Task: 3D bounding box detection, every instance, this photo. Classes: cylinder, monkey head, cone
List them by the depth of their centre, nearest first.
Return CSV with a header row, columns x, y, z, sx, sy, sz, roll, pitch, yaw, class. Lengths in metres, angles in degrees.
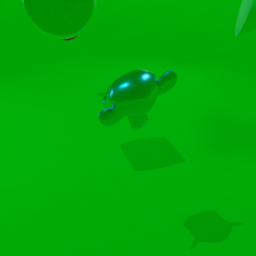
x,y,z,sx,sy,sz,roll,pitch,yaw,class
0.115,-0.343,3.886,1.227,0.883,0.740,-32,22,-14,monkey head
-1.350,-2.426,5.525,1.269,1.269,1.269,-7,19,-12,cylinder
3.175,-2.476,5.837,1.396,1.391,1.391,15,32,7,cone

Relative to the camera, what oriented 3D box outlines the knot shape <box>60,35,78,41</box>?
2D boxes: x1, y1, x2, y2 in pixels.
x,y,z,sx,sy,sz,roll,pitch,yaw,class
-2.115,-3.586,9.513,0.669,1.356,1.449,29,53,19,knot shape
